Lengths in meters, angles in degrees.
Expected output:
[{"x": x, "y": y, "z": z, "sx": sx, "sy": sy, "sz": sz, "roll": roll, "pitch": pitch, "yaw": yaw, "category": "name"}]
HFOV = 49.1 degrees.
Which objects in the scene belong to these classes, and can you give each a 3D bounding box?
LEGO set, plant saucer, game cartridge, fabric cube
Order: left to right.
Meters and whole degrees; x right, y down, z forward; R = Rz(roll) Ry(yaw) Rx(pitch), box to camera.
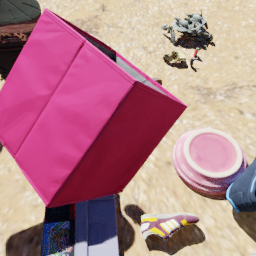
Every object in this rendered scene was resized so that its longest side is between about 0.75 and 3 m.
[{"x": -0.994, "y": 2.292, "z": 5.862, "sx": 1.580, "sy": 0.468, "sz": 2.437, "roll": -2, "pitch": 53, "yaw": -7, "category": "game cartridge"}, {"x": -0.494, "y": -0.203, "z": 3.580, "sx": 1.580, "sy": 1.550, "sz": 1.574, "roll": 43, "pitch": 106, "yaw": 25, "category": "fabric cube"}, {"x": 2.168, "y": -3.421, "z": 9.957, "sx": 1.906, "sy": 0.832, "sz": 2.935, "roll": 1, "pitch": 52, "yaw": 1, "category": "LEGO set"}, {"x": 2.075, "y": 0.707, "z": 7.024, "sx": 1.880, "sy": 0.476, "sz": 1.880, "roll": 0, "pitch": 53, "yaw": 0, "category": "plant saucer"}]

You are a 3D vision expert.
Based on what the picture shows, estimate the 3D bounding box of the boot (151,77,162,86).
[{"x": -0.517, "y": -1.122, "z": 8.223, "sx": 1.898, "sy": 0.912, "sz": 2.596, "roll": 33, "pitch": 52, "yaw": 32, "category": "boot"}]

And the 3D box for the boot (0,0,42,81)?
[{"x": -2.990, "y": -1.577, "z": 5.656, "sx": 2.751, "sy": 2.078, "sz": 0.993, "roll": -7, "pitch": 67, "yaw": -8, "category": "boot"}]

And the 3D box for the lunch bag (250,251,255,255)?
[{"x": 3.232, "y": 2.850, "z": 4.693, "sx": 2.691, "sy": 1.582, "sz": 2.207, "roll": -29, "pitch": 58, "yaw": -15, "category": "lunch bag"}]

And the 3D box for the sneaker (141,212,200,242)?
[{"x": 0.910, "y": 2.131, "z": 5.988, "sx": 1.261, "sy": 0.473, "sz": 0.568, "roll": -4, "pitch": 61, "yaw": 4, "category": "sneaker"}]

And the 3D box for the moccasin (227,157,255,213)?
[{"x": 3.447, "y": 0.976, "z": 6.392, "sx": 1.106, "sy": 0.937, "sz": 2.748, "roll": 46, "pitch": 66, "yaw": 2, "category": "moccasin"}]
